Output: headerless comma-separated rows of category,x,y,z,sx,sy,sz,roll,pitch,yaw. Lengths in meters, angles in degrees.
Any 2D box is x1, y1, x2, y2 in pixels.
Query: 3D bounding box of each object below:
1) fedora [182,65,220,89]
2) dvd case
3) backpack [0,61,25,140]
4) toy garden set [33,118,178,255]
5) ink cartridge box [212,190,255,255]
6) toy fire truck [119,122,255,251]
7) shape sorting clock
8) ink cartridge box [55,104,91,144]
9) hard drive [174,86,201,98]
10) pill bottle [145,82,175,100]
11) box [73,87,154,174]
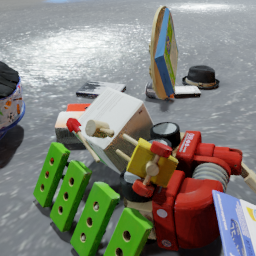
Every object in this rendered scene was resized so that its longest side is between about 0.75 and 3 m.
fedora,2.758,-1.987,10.536,1.401,0.640,1.401,0,31,0
dvd case,-0.929,-1.349,9.915,1.493,0.185,1.122,9,32,14
backpack,-3.857,-0.608,6.979,2.424,1.960,2.544,-4,40,-2
toy garden set,-0.456,0.859,4.594,0.517,2.159,2.590,11,16,-47
ink cartridge box,2.133,1.844,3.428,2.533,0.532,1.512,25,31,-6
toy fire truck,1.466,1.111,4.781,2.582,1.661,2.272,2,29,24
shape sorting clock,0.708,-1.463,5.576,0.349,1.779,1.779,0,30,19
ink cartridge box,-0.964,-0.386,7.964,1.832,0.566,2.259,-1,33,-3
hard drive,2.021,-1.276,9.809,0.919,0.174,0.642,-2,31,-4
pill bottle,1.093,-1.233,9.412,0.962,0.511,0.511,12,33,18
box,-0.230,0.097,6.036,1.113,1.293,1.299,26,69,37
